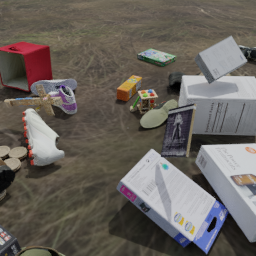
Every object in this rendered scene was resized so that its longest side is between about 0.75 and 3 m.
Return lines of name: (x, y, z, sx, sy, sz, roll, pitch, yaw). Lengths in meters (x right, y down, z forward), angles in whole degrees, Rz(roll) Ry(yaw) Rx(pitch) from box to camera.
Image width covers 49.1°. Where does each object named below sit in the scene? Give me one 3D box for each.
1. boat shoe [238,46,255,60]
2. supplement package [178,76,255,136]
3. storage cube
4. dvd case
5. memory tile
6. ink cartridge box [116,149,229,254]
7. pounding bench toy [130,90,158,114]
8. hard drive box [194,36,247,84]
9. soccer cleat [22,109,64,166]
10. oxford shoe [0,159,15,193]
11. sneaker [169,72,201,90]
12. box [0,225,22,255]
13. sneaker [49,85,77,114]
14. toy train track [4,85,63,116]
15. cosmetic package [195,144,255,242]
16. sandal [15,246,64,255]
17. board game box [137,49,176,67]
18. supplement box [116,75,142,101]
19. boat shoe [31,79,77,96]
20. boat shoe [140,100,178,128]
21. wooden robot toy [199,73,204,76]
boat shoe: (7.231, -4.505, 16.958, 0.637, 0.798, 2.110, -21, 29, -29)
supplement package: (3.506, -0.887, 10.879, 2.852, 1.708, 1.729, 2, 39, 2)
storage cube: (-5.062, -3.115, 13.861, 1.783, 2.086, 1.876, 14, 31, 20)
dvd case: (1.275, 0.091, 7.142, 0.108, 1.347, 1.002, 18, -14, -27)
memory tile: (-4.461, 1.396, 9.000, 1.864, 0.204, 2.432, 2, 36, 3)
ink cartridge box: (1.207, 1.911, 7.488, 2.694, 0.565, 1.607, 37, 46, 15)
pounding bench toy: (0.631, -1.143, 12.022, 1.115, 0.870, 0.693, -7, 36, -10)
hard drive box: (3.330, -2.445, 10.101, 1.450, 0.557, 1.130, -29, 86, -9)
soccer cleat: (-3.078, 0.273, 10.010, 1.120, 1.001, 2.887, -9, 40, -23)
oxford shoe: (-4.654, 1.722, 7.691, 1.167, 1.005, 2.766, 37, 48, 27)
sneaker: (3.084, -2.084, 13.547, 2.355, 0.894, 1.069, 4, 44, 17)
box: (-3.828, 2.809, 6.507, 2.140, 0.517, 1.695, 18, 39, 35)
sneaker: (-2.919, -1.476, 12.307, 1.949, 1.111, 0.706, 27, 45, 35)
toy train track: (-3.626, -0.912, 10.531, 2.384, 1.367, 0.388, -1, 38, 15)
cosmetic package: (3.636, 1.607, 7.952, 2.251, 0.772, 2.986, 1, 33, -19)
sandal: (-1.908, 2.864, 5.872, 2.659, 0.759, 1.056, -11, 24, 35)
board game box: (1.737, -4.306, 17.027, 1.983, 0.289, 1.334, 28, 43, 34)
supplement box: (0.084, -1.926, 13.401, 0.575, 0.595, 1.729, 17, 36, 19)
boat shoe: (-3.542, -1.983, 13.483, 2.146, 0.761, 0.749, -12, 10, -11)
boat shoe: (1.211, -0.539, 11.460, 1.894, 0.693, 0.594, -33, 8, -24)
wooden robot toy: (4.086, -1.617, 12.208, 2.911, 1.282, 1.321, 12, 25, -49)
